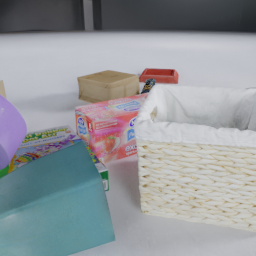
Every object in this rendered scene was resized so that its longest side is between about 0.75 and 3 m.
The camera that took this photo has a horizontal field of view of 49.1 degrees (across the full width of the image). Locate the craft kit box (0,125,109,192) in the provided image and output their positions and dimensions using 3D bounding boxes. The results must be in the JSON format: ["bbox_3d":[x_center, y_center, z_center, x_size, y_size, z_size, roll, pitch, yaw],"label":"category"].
[{"bbox_3d":[-2.277,0.900,6.529,2.831,0.687,2.796,-12,24,-27],"label":"craft kit box"}]

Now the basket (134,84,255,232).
[{"bbox_3d":[1.555,0.414,5.766,2.601,2.091,2.577,6,24,11],"label":"basket"}]

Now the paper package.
[{"bbox_3d":[-0.833,-1.725,11.927,1.905,1.034,1.999,17,30,34],"label":"paper package"}]

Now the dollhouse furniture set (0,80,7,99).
[{"bbox_3d":[-4.853,-0.382,8.163,1.974,1.608,1.877,0,24,1],"label":"dollhouse furniture set"}]

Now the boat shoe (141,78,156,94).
[{"bbox_3d":[0.834,-1.680,12.194,0.566,0.727,1.601,8,25,17],"label":"boat shoe"}]

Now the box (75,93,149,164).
[{"bbox_3d":[-0.051,-0.076,7.850,2.564,1.316,1.214,-14,27,-30],"label":"box"}]

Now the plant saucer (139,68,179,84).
[{"bbox_3d":[1.708,-2.922,15.439,2.160,0.397,2.164,4,24,10],"label":"plant saucer"}]

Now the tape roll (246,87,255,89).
[{"bbox_3d":[5.437,-1.151,11.219,1.677,0.554,1.677,1,24,0],"label":"tape roll"}]

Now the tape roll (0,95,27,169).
[{"bbox_3d":[-2.977,-0.007,5.397,1.821,1.821,0.774,6,49,13],"label":"tape roll"}]

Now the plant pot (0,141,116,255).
[{"bbox_3d":[-1.404,1.347,4.745,1.915,1.354,1.353,-17,28,-15],"label":"plant pot"}]
